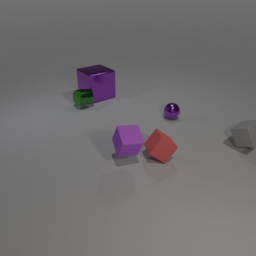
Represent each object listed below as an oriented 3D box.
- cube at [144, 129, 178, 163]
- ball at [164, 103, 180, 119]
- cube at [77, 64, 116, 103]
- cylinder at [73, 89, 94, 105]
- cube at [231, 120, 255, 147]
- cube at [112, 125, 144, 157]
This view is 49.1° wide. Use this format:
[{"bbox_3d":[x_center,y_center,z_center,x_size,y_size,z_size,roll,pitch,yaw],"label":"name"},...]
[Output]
[{"bbox_3d":[1.066,0.583,9.179,0.700,0.700,0.700,32,15,-24],"label":"cube"},{"bbox_3d":[1.870,-0.725,11.920,0.700,0.700,0.700,0,29,0],"label":"ball"},{"bbox_3d":[-1.572,-2.228,13.913,1.400,1.400,1.400,-20,34,-32],"label":"cube"},{"bbox_3d":[-2.044,-1.416,12.802,0.700,0.700,0.700,-13,30,-42],"label":"cylinder"},{"bbox_3d":[4.088,0.187,9.578,0.700,0.700,0.700,-28,12,-29],"label":"cube"},{"bbox_3d":[-0.010,0.390,8.576,0.700,0.700,0.700,-3,54,-22],"label":"cube"}]
